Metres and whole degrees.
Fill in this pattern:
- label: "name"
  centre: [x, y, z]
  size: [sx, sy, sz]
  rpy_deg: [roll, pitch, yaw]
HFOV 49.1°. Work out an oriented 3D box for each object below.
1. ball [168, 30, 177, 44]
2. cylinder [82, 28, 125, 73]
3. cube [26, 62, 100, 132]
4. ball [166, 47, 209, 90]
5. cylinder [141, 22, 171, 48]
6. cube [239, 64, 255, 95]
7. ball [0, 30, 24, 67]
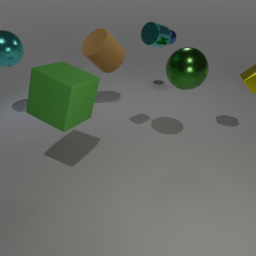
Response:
- label: "ball"
  centre: [2.086, -4.569, 14.091]
  size: [0.700, 0.700, 0.700]
  rpy_deg: [0, 29, 0]
- label: "cylinder"
  centre: [-1.063, -3.376, 12.316]
  size: [1.400, 1.400, 1.400]
  rpy_deg: [-17, 58, 28]
- label: "cube"
  centre: [-1.875, -0.960, 8.146]
  size: [1.400, 1.400, 1.400]
  rpy_deg: [26, 28, 15]
- label: "ball"
  centre: [1.958, -1.968, 9.317]
  size: [1.400, 1.400, 1.400]
  rpy_deg: [0, 29, 0]
- label: "cylinder"
  centre: [0.880, -2.930, 8.829]
  size: [0.700, 0.700, 0.700]
  rpy_deg: [22, 20, 34]
- label: "cube"
  centre: [4.657, -1.792, 10.297]
  size: [0.700, 0.700, 0.700]
  rpy_deg: [-35, 19, 23]
- label: "ball"
  centre: [-4.851, -3.110, 11.020]
  size: [1.400, 1.400, 1.400]
  rpy_deg: [0, 29, 0]
